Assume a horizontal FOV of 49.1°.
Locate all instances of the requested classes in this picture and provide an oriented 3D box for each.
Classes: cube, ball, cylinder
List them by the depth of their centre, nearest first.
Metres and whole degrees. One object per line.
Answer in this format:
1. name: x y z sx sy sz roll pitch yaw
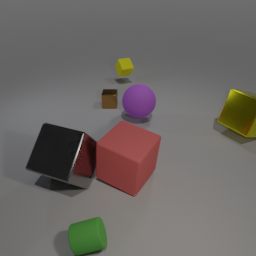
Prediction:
1. cylinder: -0.907 2.454 6.374 0.700 0.700 0.700 -16 30 4
2. cube: -1.784 0.830 8.120 1.400 1.400 1.400 12 75 20
3. cube: 0.000 0.866 8.378 1.400 1.400 1.400 22 40 21
4. cube: 4.589 -0.557 10.673 1.400 1.400 1.400 2 24 -38
5. ball: 0.458 -1.113 11.605 1.400 1.400 1.400 0 30 0
6. cube: -0.849 -1.371 13.124 0.700 0.700 0.700 1 30 2
7. cube: -0.203 -3.286 15.190 0.700 0.700 0.700 -13 70 -25
